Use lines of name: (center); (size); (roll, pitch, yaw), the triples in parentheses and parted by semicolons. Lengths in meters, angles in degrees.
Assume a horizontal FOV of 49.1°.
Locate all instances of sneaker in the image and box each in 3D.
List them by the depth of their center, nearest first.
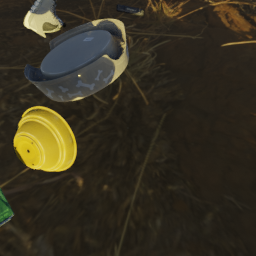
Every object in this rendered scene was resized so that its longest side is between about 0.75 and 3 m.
sneaker: (-2.089, -3.385, 7.960); (1.031, 1.786, 0.670); (36, 21, -10)

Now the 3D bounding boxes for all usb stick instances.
usb stick: (0.073, -4.257, 10.128); (1.016, 0.166, 0.282); (8, 73, -10)

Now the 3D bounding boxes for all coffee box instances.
coffee box: (-2.315, 0.414, 3.480); (1.234, 2.007, 0.441); (-25, 3, 37)

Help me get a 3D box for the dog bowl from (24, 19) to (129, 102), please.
dog bowl: (-1.067, -1.523, 6.291); (2.409, 0.706, 2.409); (-15, 41, 13)

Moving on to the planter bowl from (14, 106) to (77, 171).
planter bowl: (-1.225, 0.241, 3.788); (0.993, 0.993, 0.414); (19, 29, 18)
